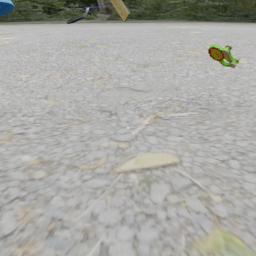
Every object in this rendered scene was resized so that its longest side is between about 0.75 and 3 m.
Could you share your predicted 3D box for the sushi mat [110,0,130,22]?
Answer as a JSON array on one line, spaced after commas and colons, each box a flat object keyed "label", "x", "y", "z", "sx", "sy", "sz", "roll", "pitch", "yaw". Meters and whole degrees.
[{"label": "sushi mat", "x": -0.288, "y": -4.126, "z": 9.477, "sx": 0.060, "sy": 0.984, "sz": 0.471, "roll": -31, "pitch": -3, "yaw": -28}]

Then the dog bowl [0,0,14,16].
[{"label": "dog bowl", "x": -1.686, "y": -1.216, "z": 2.778, "sx": 1.090, "sy": 0.270, "sz": 0.607, "roll": -11, "pitch": 13, "yaw": 16}]

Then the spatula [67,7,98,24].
[{"label": "spatula", "x": -1.380, "y": -3.582, "z": 8.782, "sx": 0.494, "sy": 0.180, "sz": 1.747, "roll": 8, "pitch": 43, "yaw": 26}]

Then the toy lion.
[{"label": "toy lion", "x": 2.710, "y": -2.088, "z": 8.095, "sx": 0.273, "sy": 0.796, "sz": 0.763, "roll": -52, "pitch": 29, "yaw": -15}]
